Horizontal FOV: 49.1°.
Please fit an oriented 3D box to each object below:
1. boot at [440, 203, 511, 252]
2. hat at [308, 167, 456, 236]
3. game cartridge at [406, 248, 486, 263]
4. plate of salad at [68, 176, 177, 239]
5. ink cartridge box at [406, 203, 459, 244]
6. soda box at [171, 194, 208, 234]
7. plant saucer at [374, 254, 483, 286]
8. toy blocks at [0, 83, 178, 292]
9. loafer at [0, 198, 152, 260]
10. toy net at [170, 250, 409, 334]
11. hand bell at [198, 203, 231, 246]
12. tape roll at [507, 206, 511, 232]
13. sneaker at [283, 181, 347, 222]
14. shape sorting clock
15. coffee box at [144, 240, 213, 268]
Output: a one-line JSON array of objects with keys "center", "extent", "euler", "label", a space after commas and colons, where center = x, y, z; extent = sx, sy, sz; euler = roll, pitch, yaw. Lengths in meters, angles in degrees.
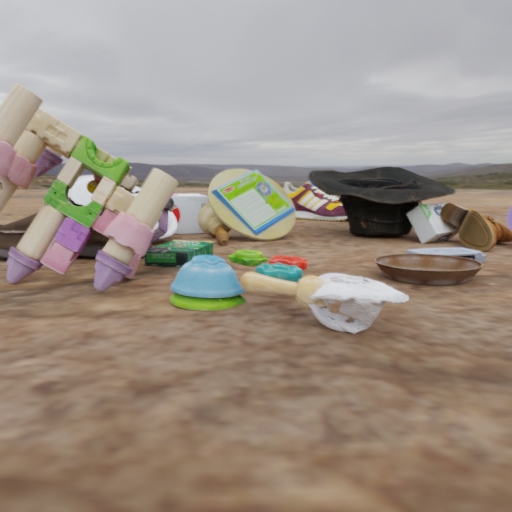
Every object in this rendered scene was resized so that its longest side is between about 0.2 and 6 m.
[{"center": [4.635, -0.439, 11.263], "extent": [1.362, 0.673, 1.754], "euler": [19, 16, -20], "label": "boot"}, {"center": [2.842, -1.149, 13.110], "extent": [3.481, 1.404, 3.481], "euler": [0, 19, 0], "label": "hat"}, {"center": [3.138, 0.003, 9.379], "extent": [1.118, 0.226, 0.745], "euler": [-2, 12, -15], "label": "game cartridge"}, {"center": [-2.812, -0.961, 11.781], "extent": [2.382, 0.572, 2.382], "euler": [23, 25, -11], "label": "plate of salad"}, {"center": [3.788, -0.706, 11.915], "extent": [1.025, 0.745, 0.448], "euler": [-6, -25, -42], "label": "ink cartridge box"}, {"center": [-2.680, -0.988, 13.382], "extent": [2.960, 0.942, 1.008], "euler": [-4, 10, -20], "label": "soda box"}, {"center": [2.405, 0.196, 7.882], "extent": [1.461, 0.267, 1.461], "euler": [0, 8, 0], "label": "plant saucer"}, {"center": [-2.625, -0.486, 7.755], "extent": [2.504, 2.256, 2.680], "euler": [30, -6, -8], "label": "toy blocks"}, {"center": [-3.328, -0.503, 9.808], "extent": [2.965, 1.053, 1.083], "euler": [-1, 9, -7], "label": "loafer"}, {"center": [0.383, 0.385, 5.989], "extent": [2.816, 0.544, 1.477], "euler": [10, 11, 42], "label": "toy net"}, {"center": [-0.763, -0.556, 11.985], "extent": [0.847, 0.847, 1.627], "euler": [-2, 21, -10], "label": "hand bell"}, {"center": [5.497, -0.774, 10.630], "extent": [0.541, 1.274, 1.274], "euler": [34, -4, -22], "label": "tape roll"}, {"center": [1.962, -1.731, 17.272], "extent": [2.721, 1.226, 1.020], "euler": [5, 10, 29], "label": "sneaker"}, {"center": [-0.086, -1.156, 12.498], "extent": [2.076, 2.076, 0.407], "euler": [-6, -30, -32], "label": "shape sorting clock"}, {"center": [-1.270, -0.049, 9.402], "extent": [0.790, 0.283, 1.285], "euler": [2, 9, 14], "label": "coffee box"}]
